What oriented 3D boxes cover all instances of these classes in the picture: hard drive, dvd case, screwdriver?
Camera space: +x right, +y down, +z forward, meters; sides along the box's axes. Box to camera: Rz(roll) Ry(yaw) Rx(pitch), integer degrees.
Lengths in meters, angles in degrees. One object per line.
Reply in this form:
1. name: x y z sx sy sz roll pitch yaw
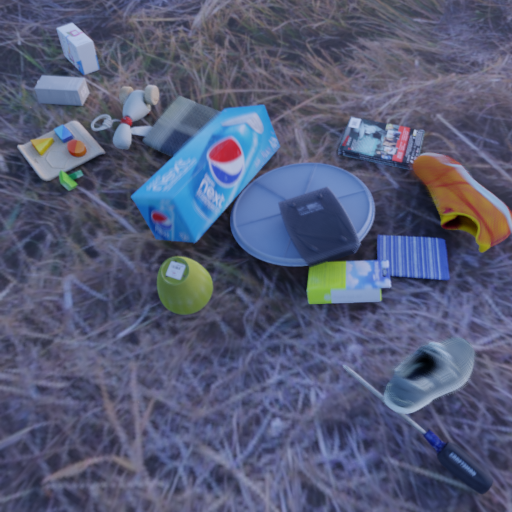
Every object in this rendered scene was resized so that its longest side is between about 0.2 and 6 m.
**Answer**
1. hard drive: 1.230 -0.576 11.185 1.234 0.387 1.830 -18 46 -2
2. dvd case: 3.151 -2.846 14.053 1.924 0.212 1.404 15 53 10
3. screwdriver: 2.613 2.723 9.213 2.924 0.425 0.408 44 22 17

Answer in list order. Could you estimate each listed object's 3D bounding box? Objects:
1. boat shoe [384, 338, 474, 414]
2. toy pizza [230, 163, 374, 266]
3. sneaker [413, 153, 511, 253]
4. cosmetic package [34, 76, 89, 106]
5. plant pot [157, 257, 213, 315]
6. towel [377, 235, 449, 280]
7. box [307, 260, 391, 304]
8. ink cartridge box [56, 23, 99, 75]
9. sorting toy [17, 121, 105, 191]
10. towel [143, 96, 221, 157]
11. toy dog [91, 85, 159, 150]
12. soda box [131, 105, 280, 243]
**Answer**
1. boat shoe: 3.069 1.887 9.594 2.237 0.691 0.814 -23 40 -33
2. toy pizza: 0.984 -0.880 12.141 3.103 0.492 3.103 -6 48 7
3. sneaker: 4.264 -1.285 12.255 1.141 1.080 2.958 -37 46 5
4. cosmetic package: -5.261 -4.477 15.167 1.229 0.554 0.657 4 51 7
5. plant pot: -1.437 0.450 10.595 1.088 1.163 1.088 -1 71 3
6. towel: 3.284 0.037 11.791 1.473 0.176 1.066 4 54 5
7. box: 1.808 0.493 10.957 1.568 0.374 0.956 -3 34 11
8. ink cartridge box: -5.118 -5.944 16.081 0.538 0.919 1.271 -30 57 -22
9. sorting toy: -4.614 -2.454 13.649 1.689 0.336 2.285 -31 57 -23
10. towel: -1.593 -3.096 14.104 1.861 0.334 1.933 23 58 11
11. toy dog: -3.102 -3.440 14.226 1.298 0.948 1.968 25 70 23
12. soda box: -0.982 -1.900 12.347 1.239 1.172 3.653 5 45 37
